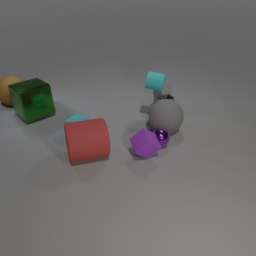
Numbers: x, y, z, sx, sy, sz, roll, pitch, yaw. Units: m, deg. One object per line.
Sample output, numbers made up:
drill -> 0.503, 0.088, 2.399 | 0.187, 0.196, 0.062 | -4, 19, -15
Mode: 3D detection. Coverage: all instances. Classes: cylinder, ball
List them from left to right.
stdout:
ball -> -5.526, -1.781, 13.323 | 1.400, 1.400, 1.400 | 0, 32, 0
cylinder -> -1.450, 0.420, 9.850 | 1.400, 1.400, 1.400 | -9, 33, -14
cylinder -> 1.117, -1.905, 11.469 | 0.700, 0.700, 0.700 | 13, 34, 10
ball -> 1.217, 0.365, 10.509 | 0.700, 0.700, 0.700 | 0, 32, 0
cylinder -> 1.501, -1.676, 12.257 | 0.700, 0.700, 0.700 | -4, -10, -6
ball -> 1.536, -0.467, 11.300 | 1.400, 1.400, 1.400 | 0, 32, 0

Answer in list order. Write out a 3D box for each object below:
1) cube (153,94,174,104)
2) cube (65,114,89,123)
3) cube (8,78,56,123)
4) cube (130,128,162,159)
cube -> 1.655, -1.178, 13.047 | 0.700, 0.700, 0.700 | -14, 35, -22
cube -> -2.011, -0.048, 11.257 | 0.700, 0.700, 0.700 | 19, 37, 28
cube -> -4.251, -1.266, 12.412 | 1.400, 1.400, 1.400 | -24, 34, -32
cube -> 0.622, 0.549, 9.875 | 0.700, 0.700, 0.700 | 28, 30, -44
